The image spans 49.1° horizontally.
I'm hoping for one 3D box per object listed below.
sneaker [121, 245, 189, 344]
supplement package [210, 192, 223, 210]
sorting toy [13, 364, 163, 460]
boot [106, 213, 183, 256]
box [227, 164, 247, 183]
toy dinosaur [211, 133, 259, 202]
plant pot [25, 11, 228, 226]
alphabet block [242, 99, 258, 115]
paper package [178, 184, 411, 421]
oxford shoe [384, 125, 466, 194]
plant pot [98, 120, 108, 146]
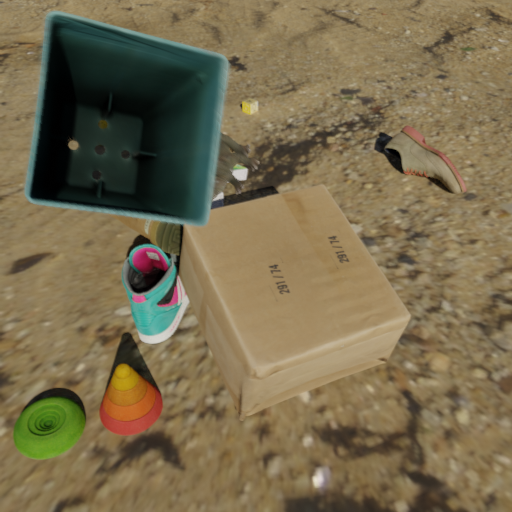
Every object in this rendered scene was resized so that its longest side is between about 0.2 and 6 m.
[{"bbox_3d":[-1.674,0.264,9.850,0.955,1.378,2.283,-1,39,11],"label":"sneaker"},{"bbox_3d":[-1.298,-1.065,12.103,1.058,0.641,0.633,-27,46,-29],"label":"supplement package"},{"bbox_3d":[-2.819,2.128,7.943,2.909,1.002,1.009,-11,41,-15],"label":"sorting toy"},{"bbox_3d":[-1.546,-0.633,11.125,2.610,0.986,2.980,23,2,-37],"label":"boot"},{"bbox_3d":[-1.312,-2.185,13.399,1.842,0.335,1.329,30,30,31],"label":"box"},{"bbox_3d":[-0.770,-1.860,10.039,1.288,0.969,2.519,12,53,-32],"label":"toy dinosaur"},{"bbox_3d":[-2.168,-1.788,8.595,2.322,2.321,3.285,7,2,-22],"label":"plant pot"},{"bbox_3d":[-0.177,-4.370,16.379,0.331,0.329,0.337,27,47,32],"label":"alphabet block"},{"bbox_3d":[0.484,0.594,8.904,2.812,1.526,2.950,-15,55,-22],"label":"paper package"},{"bbox_3d":[4.058,-2.146,13.510,0.901,0.849,2.409,-38,50,5],"label":"oxford shoe"},{"bbox_3d":[-3.601,-3.797,15.015,1.193,1.353,1.353,2,37,-19],"label":"plant pot"}]
